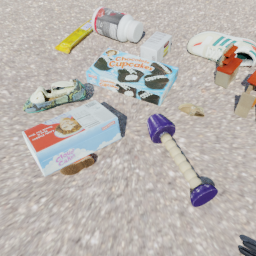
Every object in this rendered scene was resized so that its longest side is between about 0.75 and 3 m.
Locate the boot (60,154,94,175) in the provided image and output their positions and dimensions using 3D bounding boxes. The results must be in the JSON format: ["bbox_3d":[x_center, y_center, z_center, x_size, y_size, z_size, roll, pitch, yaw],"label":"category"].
[{"bbox_3d":[-1.459,0.989,7.887,0.957,0.359,0.513,-22,32,-11],"label":"boot"}]

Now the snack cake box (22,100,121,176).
[{"bbox_3d":[-1.581,0.203,7.999,2.418,0.812,1.390,-26,39,-22],"label":"snack cake box"}]

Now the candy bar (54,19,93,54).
[{"bbox_3d":[-2.131,-4.092,12.330,0.686,0.305,2.750,24,52,15],"label":"candy bar"}]

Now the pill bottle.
[{"bbox_3d":[-0.434,-4.383,12.031,2.066,1.144,1.144,26,53,21],"label":"pill bottle"}]

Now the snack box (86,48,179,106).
[{"bbox_3d":[0.160,-1.946,10.276,2.954,0.548,1.716,20,52,17],"label":"snack box"}]

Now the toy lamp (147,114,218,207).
[{"bbox_3d":[1.362,0.722,7.762,0.843,0.843,2.895,-19,52,-16],"label":"toy lamp"}]

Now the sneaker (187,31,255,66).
[{"bbox_3d":[3.686,-2.973,10.884,2.770,0.975,1.295,10,44,5],"label":"sneaker"}]

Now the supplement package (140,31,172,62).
[{"bbox_3d":[1.133,-3.177,11.217,0.729,0.758,1.332,24,53,21],"label":"supplement package"}]

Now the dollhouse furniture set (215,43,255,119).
[{"bbox_3d":[4.395,-1.694,9.502,2.631,1.370,2.660,31,55,24],"label":"dollhouse furniture set"}]

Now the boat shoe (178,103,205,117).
[{"bbox_3d":[2.074,-0.556,9.035,0.977,0.348,0.315,7,50,-22],"label":"boat shoe"}]

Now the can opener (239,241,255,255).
[{"bbox_3d":[3.147,2.969,6.107,1.431,0.562,0.453,20,90,20],"label":"can opener"}]

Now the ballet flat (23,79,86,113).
[{"bbox_3d":[-2.498,-1.126,9.150,2.228,0.827,0.827,-17,50,1],"label":"ballet flat"}]
